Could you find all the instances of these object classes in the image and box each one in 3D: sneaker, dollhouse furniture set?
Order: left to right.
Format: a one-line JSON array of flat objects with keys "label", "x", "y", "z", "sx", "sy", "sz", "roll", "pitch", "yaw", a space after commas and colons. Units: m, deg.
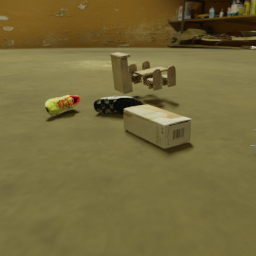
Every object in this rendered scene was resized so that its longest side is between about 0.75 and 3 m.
[{"label": "sneaker", "x": -2.273, "y": -0.893, "z": 9.913, "sx": 0.697, "sy": 0.603, "sz": 1.543, "roll": -19, "pitch": 8, "yaw": 32}, {"label": "sneaker", "x": -0.212, "y": -0.864, "z": 9.992, "sx": 1.876, "sy": 0.695, "sz": 0.830, "roll": 8, "pitch": 20, "yaw": 18}, {"label": "dollhouse furniture set", "x": 0.558, "y": -2.489, "z": 11.759, "sx": 2.271, "sy": 1.509, "sz": 1.991, "roll": -17, "pitch": 26, "yaw": -24}]

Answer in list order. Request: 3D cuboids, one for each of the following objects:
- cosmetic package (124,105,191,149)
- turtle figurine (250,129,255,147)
[{"label": "cosmetic package", "x": 0.769, "y": -0.106, "z": 7.920, "sx": 0.990, "sy": 0.669, "sz": 1.883, "roll": -13, "pitch": 23, "yaw": -33}, {"label": "turtle figurine", "x": 3.337, "y": 0.313, "z": 6.198, "sx": 0.969, "sy": 0.719, "sz": 0.999, "roll": -15, "pitch": 31, "yaw": 5}]
